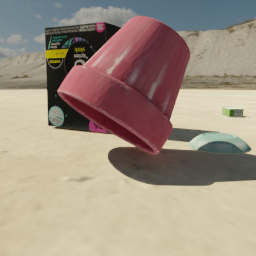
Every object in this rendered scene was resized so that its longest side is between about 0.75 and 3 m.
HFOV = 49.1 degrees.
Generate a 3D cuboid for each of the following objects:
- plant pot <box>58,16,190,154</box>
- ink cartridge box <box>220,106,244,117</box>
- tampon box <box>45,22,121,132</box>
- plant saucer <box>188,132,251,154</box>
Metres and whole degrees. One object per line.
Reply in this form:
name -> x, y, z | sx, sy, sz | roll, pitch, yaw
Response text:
plant pot -> 0.106, -0.889, 5.426 | 2.224, 1.990, 2.224 | 30, -8, 5
ink cartridge box -> 4.353, -0.700, 11.849 | 0.591, 0.337, 1.138 | 0, 10, -3
tampon box -> -1.121, -1.530, 8.783 | 2.238, 2.986, 1.885 | 5, 11, 28
plant saucer -> 2.046, 0.291, 6.305 | 1.359, 0.262, 1.359 | -1, 9, 0
